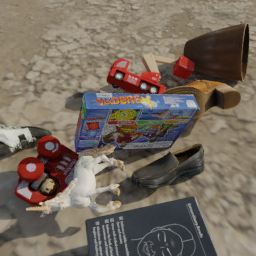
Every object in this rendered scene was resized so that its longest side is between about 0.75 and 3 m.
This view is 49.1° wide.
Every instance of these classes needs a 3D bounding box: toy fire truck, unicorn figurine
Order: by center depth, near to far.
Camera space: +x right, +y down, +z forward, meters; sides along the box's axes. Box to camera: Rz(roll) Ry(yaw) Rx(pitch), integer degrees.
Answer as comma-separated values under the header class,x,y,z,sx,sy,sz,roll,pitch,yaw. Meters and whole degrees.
class,x,y,z,sx,sy,sz,roll,pitch,yaw
unicorn figurine,-0.906,1.238,6.022,1.543,0.830,2.246,-1,29,7
toy fire truck,-1.765,1.124,6.717,1.426,0.952,1.698,30,51,1
toy fire truck,0.743,-1.802,9.090,2.532,0.617,1.786,21,67,-4

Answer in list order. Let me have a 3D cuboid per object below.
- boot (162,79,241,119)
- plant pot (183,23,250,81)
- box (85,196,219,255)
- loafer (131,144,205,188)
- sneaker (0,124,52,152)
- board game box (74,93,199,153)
class,x,y,z,sx,sy,sz,roll,pitch,yaw
boot,1.819,-1.030,8.290,2.406,0.923,1.868,-11,22,-11
plant pot,3.014,-2.580,9.696,2.000,1.869,1.869,6,45,27
box,0.431,2.426,5.144,2.176,1.165,1.615,-10,47,-5
loafer,0.986,0.872,6.799,2.014,0.728,0.733,-15,32,-25
sneaker,-2.910,0.330,7.594,1.633,0.605,0.723,1,68,-11
board game box,0.135,-0.079,6.763,2.643,1.789,0.455,-1,55,-20
